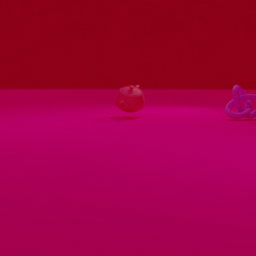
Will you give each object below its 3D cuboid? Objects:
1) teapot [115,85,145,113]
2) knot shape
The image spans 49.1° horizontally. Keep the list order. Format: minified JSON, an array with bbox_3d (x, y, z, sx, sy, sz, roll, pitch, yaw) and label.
[{"bbox_3d":[0.069,-1.186,11.005,1.205,0.949,1.938,18,37,14],"label":"teapot"},{"bbox_3d":[4.396,-0.867,10.455,1.322,1.413,0.653,17,-17,-1],"label":"knot shape"}]
